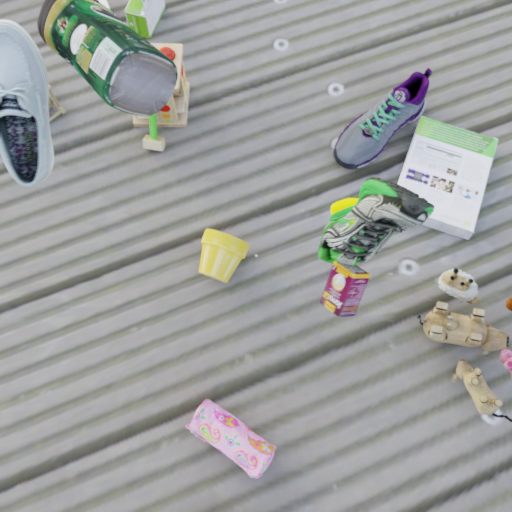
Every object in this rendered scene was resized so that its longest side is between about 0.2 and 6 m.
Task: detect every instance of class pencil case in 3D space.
[{"bbox_3d":[-0.410,2.957,9.078,1.471,0.643,0.643,32,71,13],"label":"pencil case"}]

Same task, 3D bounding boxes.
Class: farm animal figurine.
[{"bbox_3d":[3.730,1.476,9.528,2.037,1.074,2.060,28,77,24],"label":"farm animal figurine"}]

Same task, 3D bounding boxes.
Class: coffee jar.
[{"bbox_3d":[-2.095,-2.830,7.712,2.113,1.102,0.902,45,114,28],"label":"coffee jar"}]

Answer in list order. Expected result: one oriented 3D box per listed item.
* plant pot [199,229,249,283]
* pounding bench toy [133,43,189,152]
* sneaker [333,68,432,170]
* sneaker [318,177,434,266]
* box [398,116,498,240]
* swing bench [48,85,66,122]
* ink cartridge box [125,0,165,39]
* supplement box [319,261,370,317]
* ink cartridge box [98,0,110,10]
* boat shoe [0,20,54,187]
[{"bbox_3d":[-0.655,0.027,10.223,0.856,0.856,0.805,19,85,8],"label":"plant pot"},{"bbox_3d":[-2.010,-3.171,11.189,1.107,1.390,1.782,1,67,1],"label":"pounding bench toy"},{"bbox_3d":[2.500,-2.811,11.200,0.933,1.098,2.509,42,73,15],"label":"sneaker"},{"bbox_3d":[1.534,-0.326,7.469,0.905,2.320,0.988,26,75,-8],"label":"sneaker"},{"bbox_3d":[3.714,-1.579,11.080,1.625,0.409,2.251,20,70,8],"label":"box"},{"bbox_3d":[-4.937,-3.172,11.513,1.319,0.860,1.326,-42,68,-15],"label":"swing bench"},{"bbox_3d":[-2.471,-5.658,12.233,0.519,1.371,1.013,15,68,6],"label":"ink cartridge box"},{"bbox_3d":[1.260,0.466,7.999,0.357,0.692,0.453,1,24,-39],"label":"supplement box"},{"bbox_3d":[-3.603,-5.528,12.619,0.572,0.558,0.891,-20,69,-8],"label":"ink cartridge box"},{"bbox_3d":[-3.242,-2.028,7.691,0.779,2.234,0.796,-7,25,-9],"label":"boat shoe"}]
